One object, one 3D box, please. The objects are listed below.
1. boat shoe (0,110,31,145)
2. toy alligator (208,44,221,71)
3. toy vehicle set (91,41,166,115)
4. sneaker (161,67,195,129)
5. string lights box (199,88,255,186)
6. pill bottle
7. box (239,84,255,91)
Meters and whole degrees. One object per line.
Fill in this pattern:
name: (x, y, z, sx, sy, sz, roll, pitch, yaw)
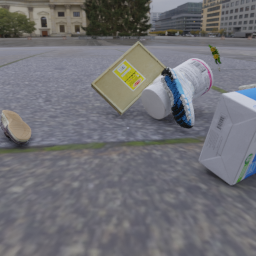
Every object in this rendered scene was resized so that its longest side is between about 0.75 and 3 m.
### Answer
boat shoe: (-2.674, 0.044, 6.576, 0.502, 0.453, 1.397, 6, 25, -44)
toy alligator: (2.611, -2.087, 8.211, 0.207, 0.861, 0.285, -23, 9, 21)
toy vehicle set: (0.058, -1.514, 8.410, 2.038, 1.266, 0.270, -45, -2, -14)
sneaker: (1.448, -0.800, 7.095, 0.737, 1.701, 0.638, -4, -22, -27)
string lights box: (2.646, -0.052, 5.267, 2.675, 1.375, 0.789, -14, 37, -34)
pill bottle: (1.443, -1.150, 8.242, 2.034, 1.153, 1.153, -33, 33, -26)
box: (4.689, -0.868, 8.210, 2.617, 0.895, 1.075, -3, 5, -9)
